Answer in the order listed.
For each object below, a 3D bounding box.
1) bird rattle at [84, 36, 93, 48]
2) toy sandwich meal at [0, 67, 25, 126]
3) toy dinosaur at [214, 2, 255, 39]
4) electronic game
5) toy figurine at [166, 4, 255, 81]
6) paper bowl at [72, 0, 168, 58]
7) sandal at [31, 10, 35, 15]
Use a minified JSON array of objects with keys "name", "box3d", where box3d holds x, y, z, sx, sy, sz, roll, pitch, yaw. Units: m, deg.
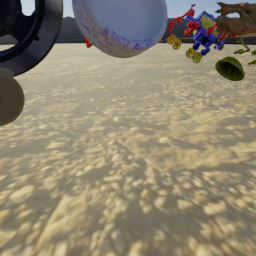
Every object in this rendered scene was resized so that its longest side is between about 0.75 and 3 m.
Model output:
[{"name":"bird rattle","box3d":[-0.486,-4.246,10.526,2.929,2.388,1.650,11,43,-3]},{"name":"toy sandwich meal","box3d":[-2.143,-0.504,4.533,0.963,0.963,0.330,-18,19,-40]},{"name":"toy dinosaur","box3d":[2.017,-1.683,4.244,2.129,0.643,1.131,-29,31,-22]},{"name":"electronic game","box3d":[-2.595,-2.323,5.452,2.727,2.727,0.567,2,4,5]},{"name":"toy figurine","box3d":[2.487,-2.693,7.843,2.641,1.393,1.582,29,55,-12]},{"name":"paper bowl","box3d":[-0.199,-2.291,5.533,1.859,1.859,0.967,-15,0,-35]},{"name":"sandal","box3d":[-2.744,-3.196,8.966,0.600,0.669,1.824,-36,1,-36]}]
